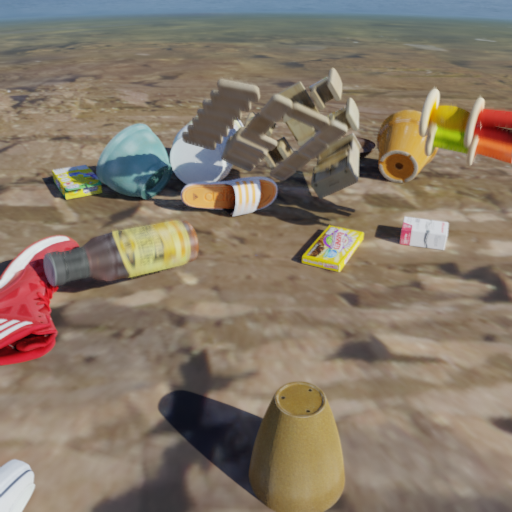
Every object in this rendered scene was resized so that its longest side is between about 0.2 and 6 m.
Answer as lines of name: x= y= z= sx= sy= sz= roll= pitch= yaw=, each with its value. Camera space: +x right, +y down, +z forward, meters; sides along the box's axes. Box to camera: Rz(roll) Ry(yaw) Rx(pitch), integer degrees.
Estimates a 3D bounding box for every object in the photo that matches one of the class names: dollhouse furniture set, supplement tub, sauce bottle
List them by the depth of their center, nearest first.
sauce bottle: x=-1.900 y=-0.015 z=8.124 sx=2.220 sy=0.733 sz=0.733 roll=-17 pitch=33 yaw=-39
dollhouse furniture set: x=1.160 y=-2.481 z=11.152 sx=1.886 sy=2.152 sz=1.430 roll=-22 pitch=31 yaw=27
supplement tub: x=-1.068 y=-2.422 z=12.522 sx=1.384 sy=1.384 sz=1.909 roll=6 pitch=30 yaw=10

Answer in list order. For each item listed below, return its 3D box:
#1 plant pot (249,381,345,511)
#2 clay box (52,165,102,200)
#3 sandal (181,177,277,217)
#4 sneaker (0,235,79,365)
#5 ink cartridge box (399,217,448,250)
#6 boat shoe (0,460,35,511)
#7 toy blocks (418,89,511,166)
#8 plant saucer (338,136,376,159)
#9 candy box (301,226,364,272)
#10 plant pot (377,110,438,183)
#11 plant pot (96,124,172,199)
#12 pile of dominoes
plant pot: x=0.402 y=1.758 z=5.411 sx=0.966 sy=1.037 sz=0.966 roll=-1 pitch=28 yaw=0
clay box: x=-3.862 y=-1.582 z=12.111 sx=0.784 sy=0.325 sz=1.365 roll=-15 pitch=32 yaw=-25
sandal: x=-0.506 y=-1.077 z=10.836 sx=1.882 sy=0.721 sz=0.539 roll=-4 pitch=32 yaw=-4
sneaker: x=-2.963 y=0.682 z=7.733 sx=1.348 sy=0.914 sz=2.333 roll=22 pitch=48 yaw=20
ink cartridge box: x=2.998 y=-0.406 z=10.002 sx=0.776 sy=0.327 sz=0.562 roll=9 pitch=30 yaw=16
boat shoe: x=-2.255 y=2.586 z=4.450 sx=0.649 sy=0.715 sz=1.945 roll=22 pitch=40 yaw=4
toy blocks: x=3.613 y=-1.789 z=8.521 sx=2.015 sy=0.732 sz=1.680 roll=20 pitch=0 yaw=24
plant saucer: x=2.328 y=-2.734 z=14.255 sx=1.428 sy=0.261 sz=1.428 roll=0 pitch=28 yaw=0
candy box: x=1.346 y=-0.146 z=9.701 sx=0.677 sy=0.175 sz=1.324 roll=16 pitch=33 yaw=21
plant pot: x=3.326 y=-2.353 z=12.629 sx=1.393 sy=1.393 sz=1.276 roll=12 pitch=47 yaw=20
plant pot: x=-2.390 y=-1.814 z=11.599 sx=1.015 sy=1.514 sz=1.514 roll=41 pitch=42 yaw=12
pile of dominoes: x=0.038 y=-2.215 z=9.622 sx=2.153 sy=0.440 sz=2.763 roll=22 pitch=-18 yaw=-16
